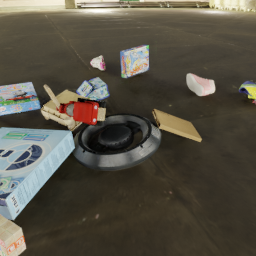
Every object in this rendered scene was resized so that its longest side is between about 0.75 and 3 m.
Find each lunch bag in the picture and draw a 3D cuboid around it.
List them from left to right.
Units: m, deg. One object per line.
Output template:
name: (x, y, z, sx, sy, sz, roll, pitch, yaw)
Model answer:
lunch bag: (-1.622, -1.692, 12.658, 1.232, 0.785, 1.047, -26, 38, -14)

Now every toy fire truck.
toy fire truck: (-1.719, -0.691, 8.744, 1.702, 1.095, 1.498, 1, 9, -41)

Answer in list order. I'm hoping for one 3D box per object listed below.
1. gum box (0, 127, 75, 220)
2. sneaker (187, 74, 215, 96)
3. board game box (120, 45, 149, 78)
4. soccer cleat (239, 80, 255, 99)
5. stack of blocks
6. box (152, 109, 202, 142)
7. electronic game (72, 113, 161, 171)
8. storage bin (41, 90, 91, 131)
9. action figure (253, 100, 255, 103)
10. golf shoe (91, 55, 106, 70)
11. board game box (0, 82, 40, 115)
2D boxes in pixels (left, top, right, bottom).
gum box: (-3.248, 0.994, 7.521, 2.524, 0.662, 2.970, 3, 29, 18)
sneaker: (3.517, -2.107, 13.435, 0.922, 0.664, 1.764, -11, 37, -12)
board game box: (0.413, -3.733, 15.603, 0.362, 1.422, 2.101, 18, 34, 36)
soccer cleat: (5.902, -1.479, 12.554, 0.841, 0.650, 2.011, -39, 43, -6)
stack of blocks: (-2.678, 2.124, 5.657, 1.338, 0.770, 0.392, 17, 33, 28)
box: (1.643, -0.099, 9.573, 1.557, 0.166, 1.273, 19, 24, -16)
electronic game: (-0.381, 0.359, 8.993, 2.888, 0.601, 2.888, -7, 31, 4)
storage bin: (-2.261, -0.676, 10.589, 1.432, 0.671, 1.422, 22, 50, 33)
action figure: (5.744, -1.071, 11.980, 0.802, 0.597, 0.537, 2, -12, 38)
golf shoe: (-1.774, -3.768, 16.578, 0.855, 0.703, 1.868, -14, 24, -1)
board game box: (-4.973, -1.324, 12.244, 1.832, 0.443, 2.421, -12, 30, -21)
